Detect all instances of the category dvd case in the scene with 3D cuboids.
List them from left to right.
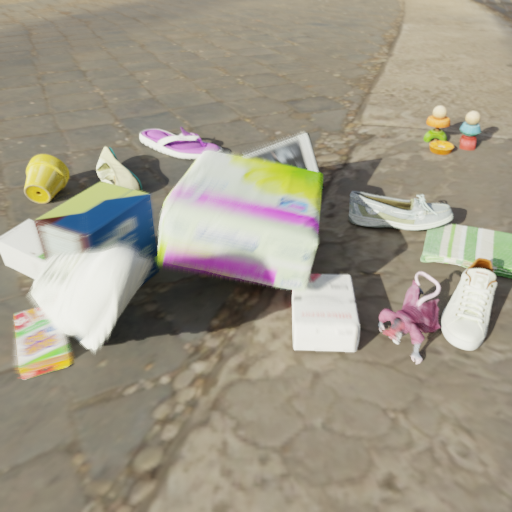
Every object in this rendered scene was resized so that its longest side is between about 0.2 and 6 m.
[{"bbox_3d":[0.521,-1.840,12.452,1.722,1.294,0.213,-17,-3,19],"label":"dvd case"}]

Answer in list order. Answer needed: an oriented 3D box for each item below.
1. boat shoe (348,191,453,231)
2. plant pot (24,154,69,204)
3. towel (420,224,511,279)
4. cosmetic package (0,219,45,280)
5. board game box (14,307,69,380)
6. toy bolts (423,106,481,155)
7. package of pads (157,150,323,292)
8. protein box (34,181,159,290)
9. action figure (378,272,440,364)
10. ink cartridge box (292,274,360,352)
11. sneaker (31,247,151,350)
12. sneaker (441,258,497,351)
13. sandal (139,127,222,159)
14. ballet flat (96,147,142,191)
[{"bbox_3d":[3.098,-1.016,12.043,2.189,0.702,0.807,4,26,15],"label":"boat shoe"},{"bbox_3d":[-4.979,-1.739,13.149,0.955,0.955,0.898,2,49,3],"label":"plant pot"},{"bbox_3d":[4.486,-0.127,11.279,2.114,0.247,1.612,11,34,19],"label":"towel"},{"bbox_3d":[-4.053,-0.030,10.694,1.612,0.684,0.867,20,44,26],"label":"cosmetic package"},{"bbox_3d":[-3.492,1.349,9.076,0.726,0.228,1.521,-16,39,-17],"label":"board game box"},{"bbox_3d":[5.533,-3.528,15.652,1.478,1.025,1.412,6,34,9],"label":"toy bolts"},{"bbox_3d":[-0.199,-0.793,10.331,2.670,1.179,3.456,12,27,3],"label":"package of pads"},{"bbox_3d":[-2.738,-0.141,9.957,1.141,1.692,1.679,17,37,23],"label":"protein box"},{"bbox_3d":[2.506,1.003,8.921,0.930,1.034,1.388,35,31,27],"label":"action figure"},{"bbox_3d":[1.119,0.920,9.321,1.038,0.605,1.426,1,29,3],"label":"ink cartridge box"},{"bbox_3d":[-2.459,0.501,7.833,1.304,3.239,1.237,40,59,-11],"label":"sneaker"},{"bbox_3d":[3.615,0.715,9.460,0.733,0.853,2.014,15,38,18],"label":"sneaker"},{"bbox_3d":[-2.192,-3.229,15.539,2.651,0.651,1.079,17,37,23],"label":"sandal"},{"bbox_3d":[-3.549,-2.063,13.801,0.765,0.765,2.202,-18,38,-25],"label":"ballet flat"}]
